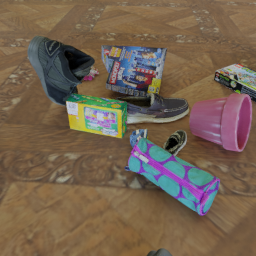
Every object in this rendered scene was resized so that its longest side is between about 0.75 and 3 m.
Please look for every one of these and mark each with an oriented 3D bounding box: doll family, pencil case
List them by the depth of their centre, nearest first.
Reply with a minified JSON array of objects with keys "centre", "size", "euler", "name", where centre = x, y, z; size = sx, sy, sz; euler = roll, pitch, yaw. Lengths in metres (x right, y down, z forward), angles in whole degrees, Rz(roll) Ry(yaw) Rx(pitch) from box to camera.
[{"centre":[1.053,1.133,6.887],"size":[2.296,1.061,0.977],"euler":[28,91,31],"name":"pencil case"},{"centre":[-2.124,-2.628,11.867],"size":[1.778,0.801,1.103],"euler":[3,38,4],"name":"doll family"}]

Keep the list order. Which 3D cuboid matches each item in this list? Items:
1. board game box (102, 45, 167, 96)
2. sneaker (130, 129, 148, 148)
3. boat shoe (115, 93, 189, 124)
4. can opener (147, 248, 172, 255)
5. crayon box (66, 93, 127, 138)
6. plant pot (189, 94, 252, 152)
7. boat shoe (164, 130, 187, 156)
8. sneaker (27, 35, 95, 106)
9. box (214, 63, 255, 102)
[{"centre":[0.057,-2.306,11.104],"size":[2.625,0.810,2.627],"euler":[13,55,3],"name":"board game box"},{"centre":[0.280,0.467,8.259],"size":[0.515,0.463,1.253],"euler":[5,31,10],"name":"sneaker"},{"centre":[0.810,-0.746,9.430],"size":[2.663,0.863,0.958],"euler":[-5,39,-7],"name":"boat shoe"},{"centre":[0.107,3.276,4.704],"size":[0.852,0.679,2.547],"euler":[47,50,4],"name":"can opener"},{"centre":[-0.966,-0.388,8.810],"size":[1.816,1.078,0.529],"euler":[10,39,12],"name":"crayon box"},{"centre":[2.724,-0.219,8.344],"size":[1.471,1.643,1.643],"euler":[8,36,36],"name":"plant pot"},{"centre":[1.416,0.407,8.319],"size":[0.482,0.434,1.365],"euler":[18,42,22],"name":"boat shoe"},{"centre":[-1.828,-1.528,8.874],"size":[1.695,2.959,1.131],"euler":[16,62,15],"name":"sneaker"},{"centre":[4.838,-1.757,11.055],"size":[1.395,0.440,2.535],"euler":[-23,43,-26],"name":"box"}]
